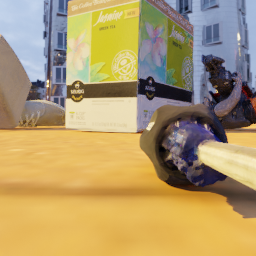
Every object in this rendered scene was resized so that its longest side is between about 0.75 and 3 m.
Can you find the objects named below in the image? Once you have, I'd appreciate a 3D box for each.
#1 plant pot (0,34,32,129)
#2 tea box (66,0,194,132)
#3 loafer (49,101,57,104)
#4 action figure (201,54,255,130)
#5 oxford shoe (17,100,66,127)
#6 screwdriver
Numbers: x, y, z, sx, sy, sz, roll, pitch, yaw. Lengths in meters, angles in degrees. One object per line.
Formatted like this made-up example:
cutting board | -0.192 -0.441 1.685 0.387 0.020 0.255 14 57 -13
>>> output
plant pot | -3.535 -1.196 6.591 1.850 1.640 1.852 0 45 -3
tea box | 0.161 -1.170 5.811 1.656 2.439 2.479 1 3 32
loafer | -3.291 -0.631 11.785 0.993 1.027 2.926 3 1 -21
action figure | 2.335 -0.515 5.726 2.353 1.231 2.276 30 -22 -35
oxford shoe | -2.904 -0.336 7.931 2.625 0.987 0.758 9 37 -34
screwdriver | 0.127 0.070 0.404 0.293 0.281 2.013 -31 -1 6
